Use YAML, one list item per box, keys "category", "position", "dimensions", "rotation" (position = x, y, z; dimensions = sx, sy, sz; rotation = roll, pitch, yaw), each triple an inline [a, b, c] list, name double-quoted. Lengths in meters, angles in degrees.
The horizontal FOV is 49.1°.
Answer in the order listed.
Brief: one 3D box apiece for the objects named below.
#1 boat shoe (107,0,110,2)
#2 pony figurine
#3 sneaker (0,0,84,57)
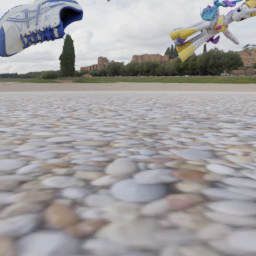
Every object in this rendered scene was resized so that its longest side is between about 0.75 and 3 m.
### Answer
- category: "boat shoe"
  position: [-0.582, -4.062, 8.368]
  dimensions: [0.318, 0.338, 0.888]
  rotation: [5, 48, 1]
- category: "pony figurine"
  position: [2.486, -2.998, 8.182]
  dimensions: [2.453, 2.043, 2.368]
  rotation: [-26, 19, 16]
- category: "sneaker"
  position: [-2.435, -2.850, 7.781]
  dimensions: [1.229, 2.788, 1.050]
  rotation: [36, -19, 15]
